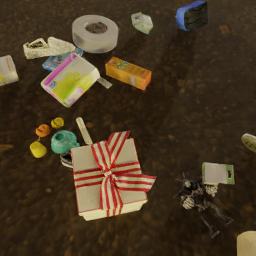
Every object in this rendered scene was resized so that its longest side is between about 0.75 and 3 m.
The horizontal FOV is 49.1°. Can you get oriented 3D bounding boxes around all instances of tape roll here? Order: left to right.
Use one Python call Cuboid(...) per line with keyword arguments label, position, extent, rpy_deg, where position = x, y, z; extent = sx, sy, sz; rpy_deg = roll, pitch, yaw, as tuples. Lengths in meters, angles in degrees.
Cuboid(label="tape roll", position=(-1.598, -4.619, 13.708), extent=(2.205, 0.728, 2.205), rpy_deg=(5, 51, -6))

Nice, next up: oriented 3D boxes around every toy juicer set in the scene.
Cuboid(label="toy juicer set", position=(-2.461, 0.288, 10.779), extent=(2.418, 0.658, 1.538), rpy_deg=(-9, 52, 7))

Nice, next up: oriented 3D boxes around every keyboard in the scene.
Cuboid(label="keyboard", position=(-1.185, -2.147, 12.724), extent=(1.027, 0.055, 0.289), rpy_deg=(37, 59, 21))

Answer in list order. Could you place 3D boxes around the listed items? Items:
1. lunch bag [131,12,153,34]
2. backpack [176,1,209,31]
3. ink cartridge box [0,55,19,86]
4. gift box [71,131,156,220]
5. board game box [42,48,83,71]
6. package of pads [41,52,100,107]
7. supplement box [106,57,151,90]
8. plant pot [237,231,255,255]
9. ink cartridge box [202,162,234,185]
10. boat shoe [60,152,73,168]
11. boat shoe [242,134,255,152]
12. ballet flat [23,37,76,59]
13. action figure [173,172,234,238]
Cuboid(label="lunch bag", position=(0.676, -5.406, 14.331), extent=(1.033, 0.630, 0.880), rpy_deg=(11, 51, -24))
Cuboid(label="backpack", position=(3.192, -5.679, 14.366), extent=(1.517, 1.233, 1.273), rpy_deg=(-29, 33, -17))
Cuboid(label="ink cartridge box", position=(-5.835, -2.480, 12.554), extent=(1.536, 0.641, 1.115), rpy_deg=(-20, 62, -12))
Cuboid(label="gift box", position=(-0.483, 1.533, 8.835), extent=(2.406, 2.247, 2.220), rpy_deg=(-14, 67, -8))
Cuboid(label="board game box", position=(-3.063, -3.279, 13.258), extent=(1.230, 0.298, 1.626), rpy_deg=(19, 59, 18))
Cuboid(label="package of pads", position=(-2.423, -2.067, 11.968), extent=(1.607, 0.709, 2.079), rpy_deg=(38, 80, 24))
Cuboid(label="supplement box", position=(-0.002, -2.463, 12.554), extent=(2.010, 0.691, 0.669), rpy_deg=(23, 58, 17))
Cuboid(label="plant pot", position=(3.786, 3.844, 8.204), extent=(1.334, 1.334, 1.424), rpy_deg=(-4, 42, -2))
Cuboid(label="ink cartridge box", position=(3.236, 1.670, 10.101), extent=(1.053, 0.252, 0.766), rpy_deg=(6, 57, 4))
Cuboid(label="boat shoe", position=(-1.726, 1.216, 10.231), extent=(1.554, 0.531, 0.574), rpy_deg=(18, 59, 11))
Cuboid(label="boat shoe", position=(5.064, 0.643, 10.633), extent=(1.521, 0.568, 0.520), rpy_deg=(34, 59, 10))
Cuboid(label="ballet flat", position=(-3.699, -3.695, 12.809), extent=(2.564, 0.920, 0.920), rpy_deg=(-4, 55, 17))
Cuboid(label="action figure", position=(2.382, 2.332, 9.174), extent=(1.327, 1.139, 2.233), rpy_deg=(-35, 65, -9))
